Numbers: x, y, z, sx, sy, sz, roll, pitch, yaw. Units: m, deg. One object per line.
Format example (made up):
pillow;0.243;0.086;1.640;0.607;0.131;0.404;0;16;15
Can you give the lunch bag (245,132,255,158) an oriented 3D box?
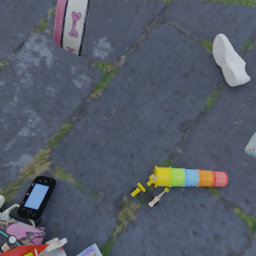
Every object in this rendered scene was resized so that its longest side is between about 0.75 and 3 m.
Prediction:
lunch bag;3.094;0.331;6.495;0.371;0.962;0.772;29;99;9

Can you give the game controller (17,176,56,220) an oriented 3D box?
game controller;-2.834;2.159;8.754;0.757;0.306;1.451;16;50;3

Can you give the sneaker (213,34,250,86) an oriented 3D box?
sneaker;3.797;-2.494;10.209;0.895;0.761;2.023;-13;79;-18

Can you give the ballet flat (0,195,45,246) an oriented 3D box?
ballet flat;-3.848;2.726;8.570;2.931;1.013;1.043;27;58;4

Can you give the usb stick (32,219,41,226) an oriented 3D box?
usb stick;-3.104;2.712;8.898;0.872;0.142;0.242;45;98;11

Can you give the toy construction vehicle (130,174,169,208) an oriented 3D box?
toy construction vehicle;0.697;2.059;9.029;1.012;0.356;0.881;-44;76;-5

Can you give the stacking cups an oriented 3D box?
stacking cups;2.000;1.615;8.942;2.283;0.691;0.691;3;74;1

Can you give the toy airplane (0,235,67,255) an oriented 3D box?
toy airplane;-2.526;3.718;7.705;1.907;1.915;1.351;-17;52;-3

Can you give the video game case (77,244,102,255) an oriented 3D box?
video game case;-1.426;5.019;8.022;2.460;0.559;2.230;-32;76;-9

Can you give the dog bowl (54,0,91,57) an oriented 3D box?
dog bowl;-1.261;-2.658;6.543;0.675;1.830;1.830;10;74;-12
